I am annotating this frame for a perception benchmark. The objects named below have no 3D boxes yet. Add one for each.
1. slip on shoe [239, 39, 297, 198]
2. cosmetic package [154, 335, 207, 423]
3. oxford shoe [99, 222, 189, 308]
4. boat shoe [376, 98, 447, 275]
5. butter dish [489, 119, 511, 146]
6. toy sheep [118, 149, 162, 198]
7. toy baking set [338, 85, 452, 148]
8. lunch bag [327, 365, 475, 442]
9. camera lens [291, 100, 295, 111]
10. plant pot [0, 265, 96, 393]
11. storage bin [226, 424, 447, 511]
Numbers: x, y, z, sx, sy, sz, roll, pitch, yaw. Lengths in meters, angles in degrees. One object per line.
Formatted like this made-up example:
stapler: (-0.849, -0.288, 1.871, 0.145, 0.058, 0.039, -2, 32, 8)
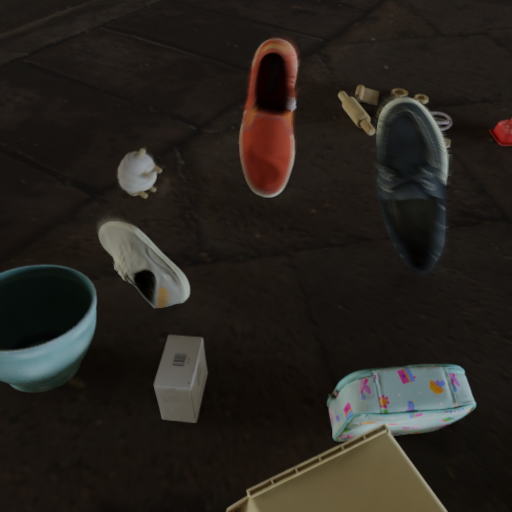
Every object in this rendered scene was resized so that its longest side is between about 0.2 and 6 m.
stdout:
slip on shoe: (0.237, -2.505, 10.485, 1.086, 2.932, 0.897, 7, 20, 2)
cosmetic package: (-0.991, 1.648, 7.513, 0.507, 0.824, 0.822, 3, 43, 7)
oxford shoe: (-1.982, 0.111, 9.108, 0.639, 0.832, 2.213, -24, 48, -39)
boat shoe: (2.424, -0.967, 8.769, 1.066, 2.852, 0.946, 1, 31, 20)
butter dish: (5.706, -2.824, 12.511, 0.712, 0.526, 0.710, -4, 42, -4)
toy sheep: (-2.249, -1.590, 10.695, 0.792, 1.149, 0.792, 16, 43, -16)
toy baking set: (3.304, -3.420, 13.276, 2.271, 0.344, 2.958, -8, 44, -8)
lunch bag: (1.704, 1.840, 6.964, 1.649, 1.323, 0.636, -2, 61, -9)
camera lens: (0.451, -3.210, 11.200, 0.551, 0.551, 0.688, -18, 89, -18)
plant pot: (-3.038, 1.112, 7.733, 1.774, 1.189, 1.774, 1, 35, 0)
storage bin: (1.050, 3.207, 5.743, 2.114, 0.998, 2.129, -19, 47, -18)
